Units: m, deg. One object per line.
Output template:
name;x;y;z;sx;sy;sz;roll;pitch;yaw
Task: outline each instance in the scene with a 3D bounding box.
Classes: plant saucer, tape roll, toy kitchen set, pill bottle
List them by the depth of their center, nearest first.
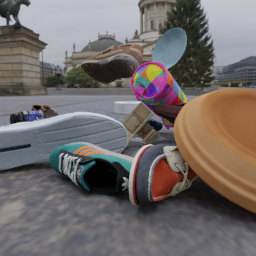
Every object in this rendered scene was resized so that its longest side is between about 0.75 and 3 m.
plant saucer;1.939;0.137;3.971;2.538;0.475;2.538;7;37;-6
toy kitchen set;0.254;0.123;6.910;0.959;1.176;1.061;42;11;0
plant saucer;1.547;-2.786;10.097;0.312;1.620;1.620;19;-5;-38
pill bottle;-3.736;-0.300;10.467;1.190;0.665;0.665;-6;10;-34
tape roll;0.108;-1.240;16.891;1.859;0.650;1.859;0;8;0

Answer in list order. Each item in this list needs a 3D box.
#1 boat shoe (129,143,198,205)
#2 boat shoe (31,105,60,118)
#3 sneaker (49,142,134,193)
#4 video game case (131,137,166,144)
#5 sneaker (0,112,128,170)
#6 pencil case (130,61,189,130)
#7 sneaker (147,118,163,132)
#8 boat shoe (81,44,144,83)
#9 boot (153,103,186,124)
boat shoe;0.660;0.621;4.116;0.674;0.767;2.155;7;6;25
boat shoe;-3.767;-0.655;12.608;2.157;0.758;0.759;9;11;42
sneaker;-0.652;0.606;4.364;1.787;0.638;0.714;6;6;29
video game case;0.596;0.337;8.142;0.838;0.075;0.600;-8;11;-42
sneaker;-1.517;0.184;5.721;2.973;1.086;1.053;-3;12;-16
pencil case;1.108;-0.839;8.401;1.238;1.238;2.801;5;-17;30
sneaker;0.544;-0.109;9.850;1.352;0.507;0.586;1;3;9
boat shoe;-0.493;-2.105;9.005;2.656;0.954;1.006;8;-32;45
boot;1.472;-0.095;6.507;2.450;1.065;2.945;21;4;42
